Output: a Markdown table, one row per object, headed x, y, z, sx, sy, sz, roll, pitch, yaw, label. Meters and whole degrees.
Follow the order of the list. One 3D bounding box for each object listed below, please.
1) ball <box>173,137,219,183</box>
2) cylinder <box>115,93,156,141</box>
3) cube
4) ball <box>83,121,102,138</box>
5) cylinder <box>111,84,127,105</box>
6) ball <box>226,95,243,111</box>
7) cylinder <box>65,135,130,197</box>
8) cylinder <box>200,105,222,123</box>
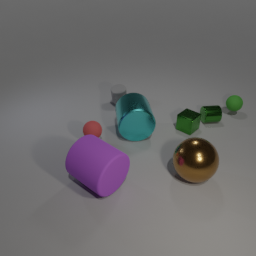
| x | y | z | sx | sy | sz | roll | pitch | yaw | label |
| --- | --- | --- | --- | --- | --- | --- | --- | --- | --- |
| 2.096 | 0.988 | 8.686 | 1.400 | 1.400 | 1.400 | 0 | 34 | 0 | ball |
| 0.258 | -0.443 | 10.805 | 1.400 | 1.400 | 1.400 | -4 | 34 | -6 | cylinder |
| 2.412 | -0.257 | 11.188 | 0.700 | 0.700 | 0.700 | 27 | 42 | 34 | cube |
| -1.293 | 0.082 | 10.200 | 0.700 | 0.700 | 0.700 | 0 | 34 | 0 | ball |
| -0.402 | -1.513 | 12.684 | 0.700 | 0.700 | 0.700 | -3 | 45 | 3 | cylinder |
| 4.590 | -1.070 | 12.083 | 0.700 | 0.700 | 0.700 | 0 | 34 | 0 | ball |
| -0.900 | 1.101 | 8.389 | 1.400 | 1.400 | 1.400 | 28 | 42 | 30 | cylinder |
| 3.447 | -0.583 | 11.671 | 0.700 | 0.700 | 0.700 | -4 | 34 | -6 | cylinder |
